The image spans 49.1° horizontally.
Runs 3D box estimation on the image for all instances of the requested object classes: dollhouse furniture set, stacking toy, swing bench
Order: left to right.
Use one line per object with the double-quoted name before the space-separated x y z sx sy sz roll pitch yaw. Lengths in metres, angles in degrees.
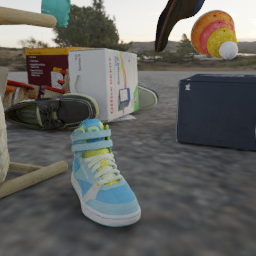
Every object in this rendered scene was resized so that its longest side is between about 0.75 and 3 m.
"swing bench" -2.262 -0.276 3.728 1.727 2.648 2.662 4 14 17
"dollhouse furniture set" -3.338 -1.326 8.898 2.935 1.528 2.967 12 -1 0
"stacking toy" 2.981 -2.739 8.920 1.552 1.552 2.125 -1 37 -6

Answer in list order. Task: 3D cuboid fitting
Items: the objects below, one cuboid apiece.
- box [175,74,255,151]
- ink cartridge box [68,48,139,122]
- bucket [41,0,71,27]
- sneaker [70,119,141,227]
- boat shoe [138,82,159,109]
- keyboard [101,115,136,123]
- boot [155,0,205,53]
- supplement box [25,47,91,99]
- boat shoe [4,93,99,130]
"box" 2.914 -0.529 7.066 2.906 1.513 2.646 6 15 22
"ink cartridge box" -0.653 -1.407 9.102 1.250 2.075 2.856 1 10 22
"bucket" -2.297 -3.930 8.996 0.801 1.231 1.231 9 12 -10
"sneaker" -0.384 0.492 3.794 0.682 1.119 1.714 -7 16 -29
"boat shoe" 0.349 -1.324 11.590 0.831 1.007 2.688 -25 17 -36
"keyboard" -0.599 -0.280 9.074 1.750 0.093 0.493 -8 16 -28
"boot" 1.739 -3.658 9.152 1.283 2.647 0.989 10 26 -13
"supplement box" -2.599 -1.937 11.027 2.322 2.355 1.563 9 16 33
"boat shoe" -2.175 -0.358 7.720 2.816 1.006 0.926 0 18 22
